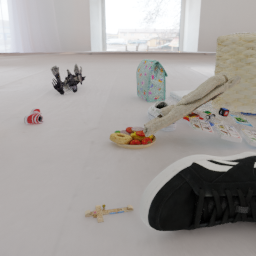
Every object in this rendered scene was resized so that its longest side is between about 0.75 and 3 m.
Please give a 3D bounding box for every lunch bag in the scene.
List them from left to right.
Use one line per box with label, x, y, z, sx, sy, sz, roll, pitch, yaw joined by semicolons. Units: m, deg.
lunch bag;0.991;-2.085;11.971;1.030;1.689;1.439;-6;19;-17

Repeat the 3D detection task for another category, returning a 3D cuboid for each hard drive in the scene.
hard drive;2.722;-1.267;11.782;1.298;0.263;1.967;-4;19;-11

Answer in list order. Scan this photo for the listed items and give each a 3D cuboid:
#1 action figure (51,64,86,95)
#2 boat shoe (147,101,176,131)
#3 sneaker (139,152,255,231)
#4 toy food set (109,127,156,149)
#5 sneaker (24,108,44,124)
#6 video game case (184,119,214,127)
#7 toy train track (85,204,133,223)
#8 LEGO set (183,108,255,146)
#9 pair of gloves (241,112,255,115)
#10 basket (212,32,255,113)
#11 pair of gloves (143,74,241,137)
action figure;-2.931;-2.505;13.852;1.569;1.347;2.640;-12;21;-1
boat shoe;1.125;-0.539;8.941;0.762;0.692;2.073;-4;19;-11
sneaker;1.633;1.001;3.909;2.710;0.990;1.516;-10;20;-30
toy food set;0.157;0.226;7.322;1.164;0.283;1.152;5;19;16
sneaker;-2.904;-0.390;9.060;0.536;0.339;0.953;-1;26;8
video game case;2.309;-0.236;8.951;0.899;0.117;0.988;-1;19;-4
toy train track;-0.295;1.287;4.439;0.767;0.125;0.440;-3;19;-12
LEGO set;2.588;-0.073;8.133;2.030;0.667;2.717;13;23;-1
pair of gloves;4.744;-0.565;9.866;1.169;0.166;1.454;-16;25;-39
basket;4.484;-1.965;9.721;2.735;2.710;2.199;10;19;33
pair of gloves;1.310;-0.523;6.460;2.231;0.460;2.623;-30;-4;5
